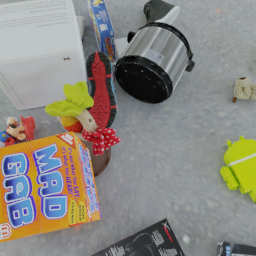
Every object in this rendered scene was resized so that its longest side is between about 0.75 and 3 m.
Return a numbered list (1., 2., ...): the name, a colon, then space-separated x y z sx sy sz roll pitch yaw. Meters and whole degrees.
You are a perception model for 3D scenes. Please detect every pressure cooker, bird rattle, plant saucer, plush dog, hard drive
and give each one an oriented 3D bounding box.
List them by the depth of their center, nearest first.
1. bird rattle: -1.393 -0.226 8.513 1.955 2.397 1.351 6 53 49
2. plant saucer: -1.468 0.862 9.476 1.865 0.321 1.865 -1 76 3
3. pressure cooker: 1.007 -2.413 9.951 2.280 2.244 2.552 1 54 46
4. plush dog: 4.483 -1.332 10.303 1.059 1.233 0.989 12 99 16
5. hard drive: -0.080 -3.227 11.539 0.750 0.149 1.137 -13 67 -6

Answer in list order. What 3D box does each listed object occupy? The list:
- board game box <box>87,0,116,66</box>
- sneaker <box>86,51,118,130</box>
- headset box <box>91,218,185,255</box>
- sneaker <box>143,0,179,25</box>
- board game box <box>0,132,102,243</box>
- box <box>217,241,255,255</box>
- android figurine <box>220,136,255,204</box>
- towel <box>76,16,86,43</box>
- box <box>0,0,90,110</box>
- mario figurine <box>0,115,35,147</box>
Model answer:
1. board game box: -1.101 -4.171 10.940 0.514 2.020 2.985 -14 67 -6
2. sneaker: -0.792 -1.225 10.104 1.120 1.349 2.823 2 92 12
3. headset box: 0.272 4.085 7.752 2.764 1.037 2.055 -24 68 -10
4. sneaker: 0.950 -4.527 11.767 1.260 0.899 2.542 36 65 17
5. board game box: -2.215 1.713 7.924 2.300 2.302 2.300 -13 73 -1
6. box: 3.447 4.525 7.804 1.827 0.577 2.317 9 66 3
7. android figurine: 4.088 1.299 9.335 2.018 0.455 2.217 -21 68 -9
8. towel: -2.646 -4.010 11.567 1.729 0.740 1.432 3 58 -5
9. box: -2.974 -2.481 9.728 2.851 2.837 2.442 -11 66 -5
10. mario figurine: -4.199 0.178 9.480 2.154 1.142 1.330 -34 70 -12
